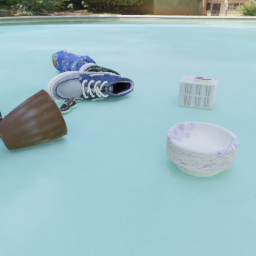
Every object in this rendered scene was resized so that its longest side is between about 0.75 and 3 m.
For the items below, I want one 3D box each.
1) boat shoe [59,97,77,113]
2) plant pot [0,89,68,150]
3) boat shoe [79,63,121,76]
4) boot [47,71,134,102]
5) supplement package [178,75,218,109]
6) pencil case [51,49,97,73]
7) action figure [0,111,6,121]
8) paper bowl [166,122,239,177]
[{"bbox_3d":[-1.919,-0.711,8.785,0.363,0.296,0.983,0,21,22],"label":"boat shoe"},{"bbox_3d":[-2.325,-0.070,6.589,1.337,1.250,1.250,-31,36,-26],"label":"plant pot"},{"bbox_3d":[-1.062,-2.134,11.189,0.620,0.752,2.190,22,19,28],"label":"boat shoe"},{"bbox_3d":[-1.202,-1.425,9.519,2.843,1.034,1.284,-18,25,-36],"label":"boot"},{"bbox_3d":[2.334,-1.214,9.324,1.116,0.821,1.068,9,25,17],"label":"supplement package"},{"bbox_3d":[-2.502,-2.954,12.892,0.980,1.091,2.512,-7,24,-44],"label":"pencil case"},{"bbox_3d":[-3.930,0.098,6.626,1.323,0.706,2.034,33,43,32],"label":"action figure"},{"bbox_3d":[1.483,0.460,5.746,1.402,0.729,1.402,0,24,0],"label":"paper bowl"}]
